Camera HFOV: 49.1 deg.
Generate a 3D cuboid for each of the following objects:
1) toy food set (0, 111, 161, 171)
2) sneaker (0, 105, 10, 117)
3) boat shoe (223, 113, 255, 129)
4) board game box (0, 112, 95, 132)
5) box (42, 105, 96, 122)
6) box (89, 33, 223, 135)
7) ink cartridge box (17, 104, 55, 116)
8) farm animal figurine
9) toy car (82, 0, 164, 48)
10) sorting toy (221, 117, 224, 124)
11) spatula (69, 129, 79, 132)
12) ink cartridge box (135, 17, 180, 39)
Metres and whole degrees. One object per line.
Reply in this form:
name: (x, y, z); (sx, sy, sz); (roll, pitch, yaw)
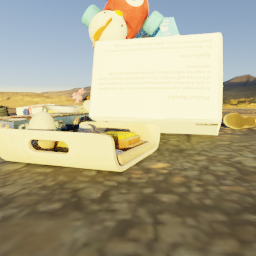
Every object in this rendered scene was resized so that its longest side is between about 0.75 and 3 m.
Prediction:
toy food set: (-0.582, 0.081, 4.459); (1.734, 0.730, 2.417); (2, 5, 20)
sneaker: (-4.311, -0.427, 9.972); (0.550, 0.771, 1.554); (-1, 4, 6)
boat shoe: (3.619, -0.210, 9.313); (1.414, 0.510, 0.459); (0, -4, -29)
board game box: (-2.477, -0.145, 7.976); (1.742, 0.445, 2.571); (4, 9, 39)
box: (-1.902, -0.619, 12.063); (2.191, 0.669, 2.766); (6, 7, 33)
box: (0.818, -0.802, 6.462); (2.565, 1.685, 2.578); (2, -7, 17)
ink cartridge box: (-4.166, -0.693, 12.693); (1.151, 0.661, 1.584); (-15, 13, -43)
farm animal figurine: (-1.049, -0.715, 9.360); (0.852, 1.369, 1.695); (-27, 1, 6)
toy car: (-0.297, -2.415, 6.460); (1.672, 1.604, 1.814); (37, 30, -6)
sorting toy: (3.343, -0.469, 12.231); (2.052, 0.409, 2.776); (0, 5, 7)
spatula: (-1.736, 0.078, 8.233); (0.765, 0.088, 1.101); (-1, 7, -17)
ink cartridge box: (0.859, -1.681, 8.878); (1.889, 2.939, 1.840); (-17, 11, 29)
